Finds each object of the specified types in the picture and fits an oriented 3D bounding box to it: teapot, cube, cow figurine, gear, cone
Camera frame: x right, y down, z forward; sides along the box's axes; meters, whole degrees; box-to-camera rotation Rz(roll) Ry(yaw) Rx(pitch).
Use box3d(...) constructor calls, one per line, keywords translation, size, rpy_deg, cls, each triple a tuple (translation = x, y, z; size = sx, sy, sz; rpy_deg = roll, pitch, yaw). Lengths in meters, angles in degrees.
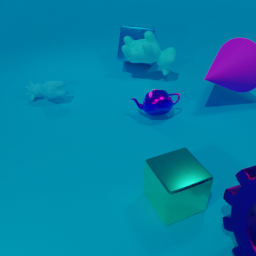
box3d(translation=(0.785, -0.762, 7.991), size=(1.426, 0.887, 0.698), rpy_deg=(-9, 73, 4), cls="teapot")
box3d(translation=(0.360, -3.047, 10.521), size=(1.218, 1.218, 1.218), rpy_deg=(9, 9, 9), cls="cube")
box3d(translation=(0.763, -2.490, 9.602), size=(1.682, 1.656, 0.924), rpy_deg=(-3, 62, 25), cls="cow figurine")
box3d(translation=(-2.582, -1.195, 8.751), size=(1.120, 0.625, 1.138), rpy_deg=(-7, 8, -23), cls="cow figurine")
box3d(translation=(2.280, 1.509, 3.978), size=(0.385, 2.081, 2.081), rpy_deg=(-8, 36, -28), cls="gear")
box3d(translation=(0.939, 1.122, 5.509), size=(0.953, 0.953, 0.953), rpy_deg=(-15, 39, -19), cls="cube")
box3d(translation=(2.697, -1.585, 7.956), size=(1.641, 1.635, 1.635), rpy_deg=(-23, 43, -32), cls="cone")
